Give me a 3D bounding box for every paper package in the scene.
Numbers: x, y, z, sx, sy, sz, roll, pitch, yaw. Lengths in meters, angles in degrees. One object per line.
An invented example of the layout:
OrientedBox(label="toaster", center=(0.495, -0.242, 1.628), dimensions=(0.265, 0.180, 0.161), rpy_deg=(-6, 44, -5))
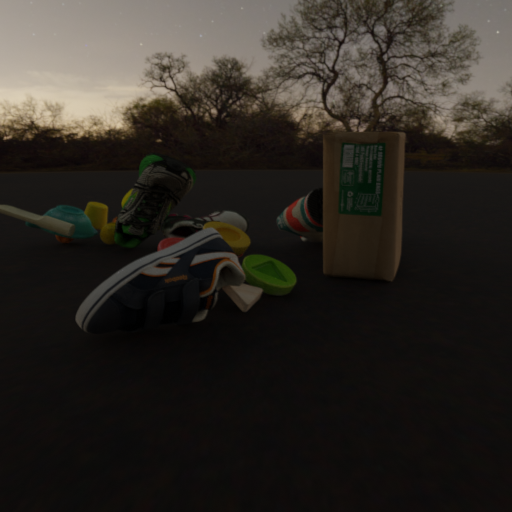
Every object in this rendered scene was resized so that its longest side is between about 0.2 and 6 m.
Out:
OrientedBox(label="paper package", center=(2.025, -0.995, 10.308), dimensions=(1.307, 2.526, 2.407), rpy_deg=(3, 13, 16))

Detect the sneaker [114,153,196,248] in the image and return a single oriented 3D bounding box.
OrientedBox(label="sneaker", center=(-2.163, -1.046, 11.748), dimensions=(1.158, 1.265, 2.969), rpy_deg=(23, -34, -17))

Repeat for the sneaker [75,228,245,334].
OrientedBox(label="sneaker", center=(-1.078, 0.451, 7.045), dimensions=(2.270, 0.890, 0.901), rpy_deg=(-32, 70, -34))

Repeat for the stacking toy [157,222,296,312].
OrientedBox(label="stacking toy", center=(-0.536, 0.403, 8.769), dimensions=(1.899, 0.886, 2.098), rpy_deg=(34, 28, 21))

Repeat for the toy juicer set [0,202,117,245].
OrientedBox(label="toy juicer set", center=(-4.135, -0.577, 12.928), dimensions=(1.972, 0.843, 3.100), rpy_deg=(23, 15, 24))

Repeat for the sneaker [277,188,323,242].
OrientedBox(label="sneaker", center=(1.807, -0.880, 13.251), dimensions=(3.105, 1.093, 1.452), rpy_deg=(1, -15, -44))

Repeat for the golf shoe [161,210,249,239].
OrientedBox(label="golf shoe", center=(-1.137, -0.564, 12.779), dimensions=(2.013, 0.777, 0.887), rpy_deg=(-4, 19, -6))
